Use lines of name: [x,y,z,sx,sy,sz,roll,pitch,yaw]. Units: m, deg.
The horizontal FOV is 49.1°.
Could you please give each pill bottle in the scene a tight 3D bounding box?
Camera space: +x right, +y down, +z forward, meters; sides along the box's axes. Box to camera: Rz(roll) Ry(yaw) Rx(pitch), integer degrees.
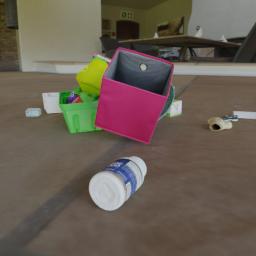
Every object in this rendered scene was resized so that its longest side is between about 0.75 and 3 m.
pill bottle: [-0.121,0.953,5.233,0.685,0.685,1.235,7,16,25]

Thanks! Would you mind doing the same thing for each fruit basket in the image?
fruit basket: [-1.562,-1.298,10.132,1.893,2.625,2.625,-6,16,-12]

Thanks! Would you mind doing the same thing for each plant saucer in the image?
plant saucer: [0.728,-0.904,10.218,2.181,2.181,0.392,12,-24,38]

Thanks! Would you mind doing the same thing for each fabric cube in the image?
fabric cube: [0.192,-0.967,8.232,1.772,1.800,1.806,17,44,3]

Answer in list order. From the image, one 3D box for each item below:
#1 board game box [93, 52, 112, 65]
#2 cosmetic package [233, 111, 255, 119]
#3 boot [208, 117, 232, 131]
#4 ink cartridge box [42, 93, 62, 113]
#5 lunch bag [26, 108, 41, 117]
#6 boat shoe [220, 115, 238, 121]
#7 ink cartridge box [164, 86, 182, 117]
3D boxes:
board game box: [-0.509,-2.411,10.996,1.849,0.180,0.952,22,-3,-9]
cosmetic package: [4.942,-0.540,11.784,0.962,0.244,0.397,4,15,16]
boot: [3.123,-0.127,10.055,0.745,0.349,0.958,-11,22,-37]
ink cartridge box: [-3.005,-1.241,13.331,1.906,0.804,1.392,-6,16,-21]
lunch bag: [-4.098,-0.676,12.205,0.617,0.297,0.770,0,15,-8]
boat shoe: [4.083,-0.425,11.378,0.757,0.228,0.286,-2,15,-6]
ink cartridge box: [1.928,-1.148,12.170,0.457,1.206,0.891,15,22,40]
